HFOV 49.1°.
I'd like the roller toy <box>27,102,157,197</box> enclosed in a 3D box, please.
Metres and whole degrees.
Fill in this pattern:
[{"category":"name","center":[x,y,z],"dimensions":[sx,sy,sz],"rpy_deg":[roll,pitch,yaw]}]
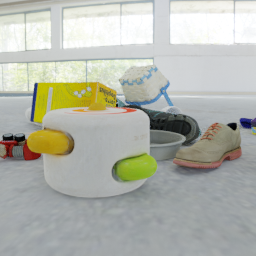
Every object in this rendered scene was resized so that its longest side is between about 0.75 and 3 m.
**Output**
[{"category":"roller toy","center":[-0.555,0.252,4.865],"dimensions":[1.984,1.387,1.810],"rpy_deg":[0,8,-3]}]

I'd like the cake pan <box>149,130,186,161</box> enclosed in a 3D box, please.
[{"category":"cake pan","center":[0.322,0.407,7.143],"dimensions":[2.251,0.413,2.251],"rpy_deg":[0,9,0]}]

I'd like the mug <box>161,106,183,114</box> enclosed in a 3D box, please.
[{"category":"mug","center":[1.866,-0.430,11.914],"dimensions":[1.128,0.833,0.989],"rpy_deg":[29,-4,-14]}]

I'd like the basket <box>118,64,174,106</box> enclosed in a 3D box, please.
[{"category":"basket","center":[1.002,-1.675,13.592],"dimensions":[2.382,2.702,1.879],"rpy_deg":[9,45,46]}]

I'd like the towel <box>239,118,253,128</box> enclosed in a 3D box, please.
[{"category":"towel","center":[5.112,-0.172,11.611],"dimensions":[0.940,0.316,1.274],"rpy_deg":[10,11,18]}]

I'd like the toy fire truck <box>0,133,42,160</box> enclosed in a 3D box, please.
[{"category":"toy fire truck","center":[-2.497,0.460,6.282],"dimensions":[0.957,0.699,1.087],"rpy_deg":[0,20,-4]}]

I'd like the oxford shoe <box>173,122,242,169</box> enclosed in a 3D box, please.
[{"category":"oxford shoe","center":[1.755,0.321,6.109],"dimensions":[0.832,0.883,2.362],"rpy_deg":[7,11,41]}]

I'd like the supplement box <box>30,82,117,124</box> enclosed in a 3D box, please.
[{"category":"supplement box","center":[-2.085,-0.859,10.836],"dimensions":[2.863,1.568,1.558],"rpy_deg":[4,-4,24]}]

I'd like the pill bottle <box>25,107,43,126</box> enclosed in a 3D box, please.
[{"category":"pill bottle","center":[-4.020,-0.565,12.387],"dimensions":[0.808,0.808,1.414],"rpy_deg":[-6,11,-36]}]

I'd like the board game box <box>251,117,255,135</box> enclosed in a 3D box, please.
[{"category":"board game box","center":[5.496,-0.301,9.645],"dimensions":[1.971,0.559,1.629],"rpy_deg":[-28,24,-35]}]

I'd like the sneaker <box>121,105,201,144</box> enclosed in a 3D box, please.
[{"category":"sneaker","center":[0.904,-0.032,8.818],"dimensions":[2.876,1.084,1.140],"rpy_deg":[14,4,30]}]

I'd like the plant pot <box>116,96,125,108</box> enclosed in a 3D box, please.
[{"category":"plant pot","center":[-0.761,-0.942,13.406],"dimensions":[1.342,1.342,1.314],"rpy_deg":[4,-4,23]}]
